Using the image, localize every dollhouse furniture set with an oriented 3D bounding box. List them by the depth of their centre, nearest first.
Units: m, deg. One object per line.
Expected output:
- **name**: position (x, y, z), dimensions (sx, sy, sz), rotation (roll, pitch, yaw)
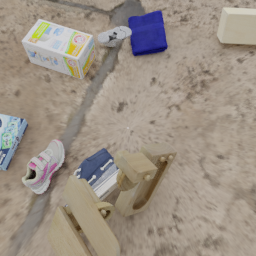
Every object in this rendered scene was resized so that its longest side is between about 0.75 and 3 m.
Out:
- **dollhouse furniture set**: position (0.140, 1.659, 5.012), dimensions (2.178, 2.071, 1.774), rotation (-2, 35, -42)

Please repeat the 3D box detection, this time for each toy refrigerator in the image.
- **toy refrigerator**: position (4.067, -3.119, 8.615), dimensions (2.359, 0.895, 0.825), rotation (3, 37, 2)

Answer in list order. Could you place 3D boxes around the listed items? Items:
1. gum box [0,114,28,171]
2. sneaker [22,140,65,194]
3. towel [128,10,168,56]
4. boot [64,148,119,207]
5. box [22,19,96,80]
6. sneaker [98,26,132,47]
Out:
- **gum box**: position (-3.584, 0.251, 7.124), dimensions (1.595, 0.355, 1.356), rotation (12, 60, 5)
- **sneaker**: position (-1.947, 0.847, 6.446), dimensions (0.539, 0.584, 1.324), rotation (16, 75, 34)
- **towel**: position (0.628, -2.986, 8.917), dimensions (1.139, 0.382, 1.543), rotation (-9, 64, 9)
- **boot**: position (-0.975, 1.319, 6.178), dimensions (1.934, 0.704, 0.874), rotation (-37, 70, -20)
- **box**: position (-1.963, -2.303, 8.225), dimensions (1.793, 0.909, 1.008), rotation (20, 64, 10)
- **sneaker**: position (-0.371, -2.793, 8.593), dimensions (1.042, 0.599, 0.391), rotation (-12, 91, 10)
